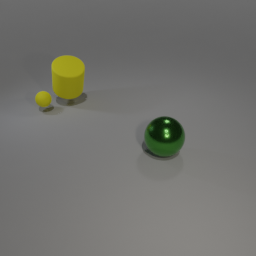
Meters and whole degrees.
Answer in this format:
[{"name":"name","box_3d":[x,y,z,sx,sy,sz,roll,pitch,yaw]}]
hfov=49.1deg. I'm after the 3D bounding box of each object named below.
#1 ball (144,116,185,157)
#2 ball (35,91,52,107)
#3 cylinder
[{"name":"ball","box_3d":[1.256,0.293,9.634,1.400,1.400,1.400,0,32,0]},{"name":"ball","box_3d":[-3.727,-1.272,12.347,0.700,0.700,0.700,0,32,0]},{"name":"cylinder","box_3d":[-2.669,-2.255,12.508,1.400,1.400,1.400,6,53,-8]}]
